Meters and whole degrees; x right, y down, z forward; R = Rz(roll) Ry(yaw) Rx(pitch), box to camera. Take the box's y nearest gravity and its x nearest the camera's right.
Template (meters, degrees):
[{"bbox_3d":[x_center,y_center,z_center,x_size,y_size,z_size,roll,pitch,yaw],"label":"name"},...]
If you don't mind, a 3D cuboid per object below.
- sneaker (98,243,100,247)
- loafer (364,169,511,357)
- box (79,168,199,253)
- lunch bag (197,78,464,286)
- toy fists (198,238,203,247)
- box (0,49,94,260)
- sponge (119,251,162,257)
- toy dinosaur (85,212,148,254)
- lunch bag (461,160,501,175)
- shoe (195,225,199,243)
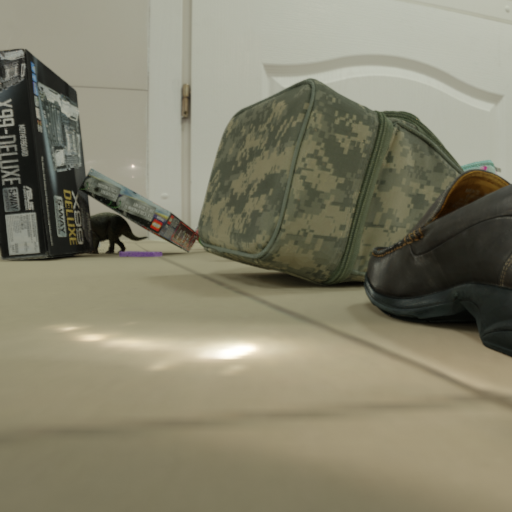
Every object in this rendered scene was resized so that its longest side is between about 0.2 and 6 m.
[{"bbox_3d":[-5.192,-0.469,15.055,1.934,0.685,0.706,-1,2,-17],"label":"sneaker"},{"bbox_3d":[1.064,-0.032,2.584,0.740,0.735,2.032,-2,2,-14],"label":"loafer"},{"bbox_3d":[-2.420,-0.895,12.175,1.899,0.553,2.774,28,-4,8],"label":"box"},{"bbox_3d":[0.712,-0.516,5.490,1.990,1.653,2.372,18,-3,-21],"label":"lunch bag"},{"bbox_3d":[-0.293,-0.605,14.392,2.398,0.825,1.223,-11,-3,-6],"label":"toy fists"},{"bbox_3d":[-3.948,-1.667,10.392,0.854,3.433,2.707,-6,2,0],"label":"box"},{"bbox_3d":[-2.294,-0.035,11.147,0.756,0.113,0.422,0,2,14],"label":"sponge"},{"bbox_3d":[-3.533,-0.594,13.054,2.139,1.094,0.823,-2,2,-22],"label":"toy dinosaur"},{"bbox_3d":[5.368,-1.763,15.579,2.853,1.100,2.288,-16,-14,24],"label":"lunch bag"},{"bbox_3d":[-1.016,-0.659,15.966,2.470,0.882,1.123,-23,31,38],"label":"shoe"}]
